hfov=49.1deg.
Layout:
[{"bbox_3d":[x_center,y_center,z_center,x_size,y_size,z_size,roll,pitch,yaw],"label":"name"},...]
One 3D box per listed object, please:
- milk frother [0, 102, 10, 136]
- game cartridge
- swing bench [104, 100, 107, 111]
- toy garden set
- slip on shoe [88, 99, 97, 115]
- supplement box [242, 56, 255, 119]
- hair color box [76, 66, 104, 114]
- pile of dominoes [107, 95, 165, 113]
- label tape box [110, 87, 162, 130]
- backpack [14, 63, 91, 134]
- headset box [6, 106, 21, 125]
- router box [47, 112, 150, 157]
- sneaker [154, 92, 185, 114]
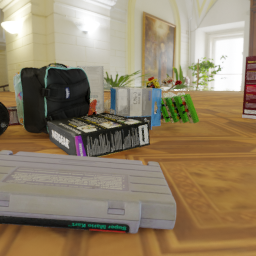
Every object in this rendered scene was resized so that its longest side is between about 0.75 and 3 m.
[{"bbox_3d":[-5.074,-0.905,9.059,1.990,2.204,2.074,13,-2,-44],"label":"milk frother"},{"bbox_3d":[-0.834,0.848,4.140,2.814,0.540,1.824,5,14,-2],"label":"game cartridge"},{"bbox_3d":[-0.983,-1.287,16.530,0.935,0.610,0.940,3,16,16],"label":"swing bench"},{"bbox_3d":[1.521,-1.078,10.757,0.479,2.001,2.400,-26,10,-19],"label":"toy garden set"},{"bbox_3d":[-1.463,-0.610,11.291,0.451,0.546,1.473,6,47,9],"label":"slip on shoe"},{"bbox_3d":[6.330,-1.883,13.043,0.889,2.920,1.589,-8,12,-37],"label":"supplement box"},{"bbox_3d":[-1.775,-1.669,13.202,1.210,2.445,0.741,-3,10,-14],"label":"hair color box"},{"bbox_3d":[0.413,-1.006,13.820,2.914,0.464,2.272,-11,30,4],"label":"pile of dominoes"},{"bbox_3d":[0.432,-0.720,10.364,2.125,1.532,0.673,-3,11,-21],"label":"label tape box"},{"bbox_3d":[-2.559,-1.102,9.906,2.043,2.343,2.666,7,18,30],"label":"backpack"},{"bbox_3d":[-4.937,-0.537,11.828,1.835,0.688,1.364,-6,11,-29],"label":"headset box"},{"bbox_3d":[-0.934,0.117,7.793,1.981,0.678,2.656,-10,13,-27],"label":"router box"},{"bbox_3d":[1.838,-1.292,14.819,2.932,1.175,1.031,-8,14,-25],"label":"sneaker"}]
